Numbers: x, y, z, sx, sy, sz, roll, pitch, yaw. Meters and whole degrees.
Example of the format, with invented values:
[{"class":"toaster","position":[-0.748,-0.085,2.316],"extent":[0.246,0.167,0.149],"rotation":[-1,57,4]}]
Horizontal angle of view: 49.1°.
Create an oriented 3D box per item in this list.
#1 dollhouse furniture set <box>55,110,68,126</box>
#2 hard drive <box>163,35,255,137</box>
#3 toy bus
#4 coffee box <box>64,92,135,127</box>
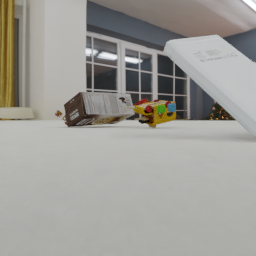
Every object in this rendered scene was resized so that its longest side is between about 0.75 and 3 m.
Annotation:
[{"class":"dollhouse furniture set","position":[-2.233,-0.392,9.969],"extent":[0.789,0.321,0.424],"rotation":[43,-19,-25]},{"class":"hard drive","position":[1.613,-0.763,4.274],"extent":[1.285,0.260,1.948],"rotation":[-17,54,-33]},{"class":"toy bus","position":[0.763,-0.416,8.654],"extent":[1.501,0.776,1.416],"rotation":[-1,15,15]},{"class":"coffee box","position":[-0.986,-0.638,9.754],"extent":[2.108,0.841,1.192],"rotation":[-4,-14,-40]}]
